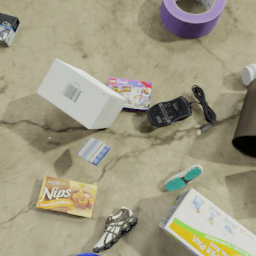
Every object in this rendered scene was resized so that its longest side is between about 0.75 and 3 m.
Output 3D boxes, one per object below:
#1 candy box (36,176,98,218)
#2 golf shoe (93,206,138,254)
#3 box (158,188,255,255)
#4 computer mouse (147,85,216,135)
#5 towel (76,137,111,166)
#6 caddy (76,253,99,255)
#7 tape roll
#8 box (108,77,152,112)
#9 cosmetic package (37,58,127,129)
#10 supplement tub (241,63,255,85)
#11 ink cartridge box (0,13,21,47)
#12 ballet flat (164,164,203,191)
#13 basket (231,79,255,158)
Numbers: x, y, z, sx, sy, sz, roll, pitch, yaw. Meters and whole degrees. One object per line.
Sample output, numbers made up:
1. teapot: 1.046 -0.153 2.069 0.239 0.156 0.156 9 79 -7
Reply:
1. candy box: -1.636 1.872 7.657 1.486 0.411 0.858 10 73 3
2. golf shoe: -0.425 2.680 7.403 1.407 0.547 0.665 -37 65 -17
3. box: 2.070 2.700 6.939 2.302 1.295 1.167 37 76 9
4. computer mouse: 1.609 -0.303 8.362 1.988 0.458 1.396 -27 79 -13
5. towel: -0.894 0.596 7.216 0.854 0.102 0.627 22 66 41
6. caddy: -0.954 4.086 6.638 1.438 1.068 2.034 -3 74 -16
7. tape roll: 2.098 -4.033 9.273 1.989 0.845 1.989 0 73 1
8. box: 0.031 -1.021 8.627 1.350 0.264 0.924 8 76 2
9. cosmetic package: -1.163 -0.853 7.620 1.727 1.732 1.065 34 100 10
10. supplement tub: 4.067 -1.681 8.623 0.933 0.674 0.674 -11 73 -3
11. ink cartridge box: -4.726 -3.437 9.332 2.016 0.395 1.003 15 74 6
12. ballet flat: 1.546 1.369 7.754 1.165 0.418 0.418 -32 74 15
13. basket: 3.895 -0.308 7.867 1.826 1.377 2.025 25 67 -19
